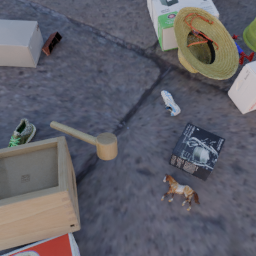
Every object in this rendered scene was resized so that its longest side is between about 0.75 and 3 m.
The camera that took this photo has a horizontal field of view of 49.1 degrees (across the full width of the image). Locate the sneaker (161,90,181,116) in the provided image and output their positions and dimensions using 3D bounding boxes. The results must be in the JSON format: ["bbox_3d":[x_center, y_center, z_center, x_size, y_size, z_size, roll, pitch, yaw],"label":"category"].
[{"bbox_3d":[1.142,-0.718,7.881,0.323,0.321,0.892,-23,57,-9],"label":"sneaker"}]

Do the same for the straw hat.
[{"bbox_3d":[2.005,-2.226,8.149,2.353,0.996,2.353,10,67,-23],"label":"straw hat"}]

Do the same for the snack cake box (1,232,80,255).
[{"bbox_3d":[-1.901,2.916,5.049,2.184,0.734,1.256,-17,35,-11],"label":"snack cake box"}]

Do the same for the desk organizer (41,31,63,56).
[{"bbox_3d":[-2.465,-2.759,9.120,0.316,0.294,0.820,-10,48,34],"label":"desk organizer"}]

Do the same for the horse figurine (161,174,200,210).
[{"bbox_3d":[1.216,1.495,6.475,0.963,0.240,0.638,16,52,19],"label":"horse figurine"}]

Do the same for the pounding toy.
[{"bbox_3d":[-1.560,1.009,6.171,2.848,1.303,2.502,-12,34,-8],"label":"pounding toy"}]

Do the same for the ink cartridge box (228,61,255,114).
[{"bbox_3d":[3.904,-1.288,7.596,1.894,1.383,0.799,-21,64,-12],"label":"ink cartridge box"}]

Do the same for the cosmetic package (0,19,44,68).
[{"bbox_3d":[-3.928,-2.665,8.759,2.259,1.019,1.207,7,58,1],"label":"cosmetic package"}]

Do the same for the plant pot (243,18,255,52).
[{"bbox_3d":[4.813,-3.453,8.852,1.784,1.640,1.784,0,57,0],"label":"plant pot"}]

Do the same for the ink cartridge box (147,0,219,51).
[{"bbox_3d":[1.719,-3.966,9.405,1.815,1.045,2.487,-13,58,2],"label":"ink cartridge box"}]

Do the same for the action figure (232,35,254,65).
[{"bbox_3d":[3.199,-2.723,9.001,0.615,0.486,1.880,-25,48,-11],"label":"action figure"}]

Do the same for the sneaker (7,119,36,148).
[{"bbox_3d":[-2.810,0.326,7.021,0.528,0.608,1.373,10,58,6],"label":"sneaker"}]

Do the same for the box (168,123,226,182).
[{"bbox_3d":[1.676,0.583,6.856,1.002,0.632,1.020,25,61,13],"label":"box"}]
